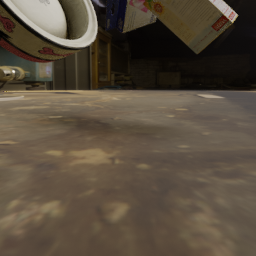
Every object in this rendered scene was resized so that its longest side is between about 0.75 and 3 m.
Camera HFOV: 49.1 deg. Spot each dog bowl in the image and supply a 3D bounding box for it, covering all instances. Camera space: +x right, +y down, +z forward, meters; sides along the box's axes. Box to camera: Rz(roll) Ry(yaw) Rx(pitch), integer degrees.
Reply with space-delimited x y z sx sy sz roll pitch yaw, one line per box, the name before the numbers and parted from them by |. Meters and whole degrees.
dog bowl | -1.090 -1.441 3.216 0.566 1.535 1.535 -28 -8 33

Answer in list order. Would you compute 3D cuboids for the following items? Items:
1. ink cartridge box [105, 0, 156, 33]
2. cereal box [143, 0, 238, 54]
ink cartridge box | 0.226 -4.271 9.848 2.052 0.444 2.015 -26 -17 -16
cereal box | 1.572 -3.136 7.413 0.424 2.148 1.545 -53 8 -26
